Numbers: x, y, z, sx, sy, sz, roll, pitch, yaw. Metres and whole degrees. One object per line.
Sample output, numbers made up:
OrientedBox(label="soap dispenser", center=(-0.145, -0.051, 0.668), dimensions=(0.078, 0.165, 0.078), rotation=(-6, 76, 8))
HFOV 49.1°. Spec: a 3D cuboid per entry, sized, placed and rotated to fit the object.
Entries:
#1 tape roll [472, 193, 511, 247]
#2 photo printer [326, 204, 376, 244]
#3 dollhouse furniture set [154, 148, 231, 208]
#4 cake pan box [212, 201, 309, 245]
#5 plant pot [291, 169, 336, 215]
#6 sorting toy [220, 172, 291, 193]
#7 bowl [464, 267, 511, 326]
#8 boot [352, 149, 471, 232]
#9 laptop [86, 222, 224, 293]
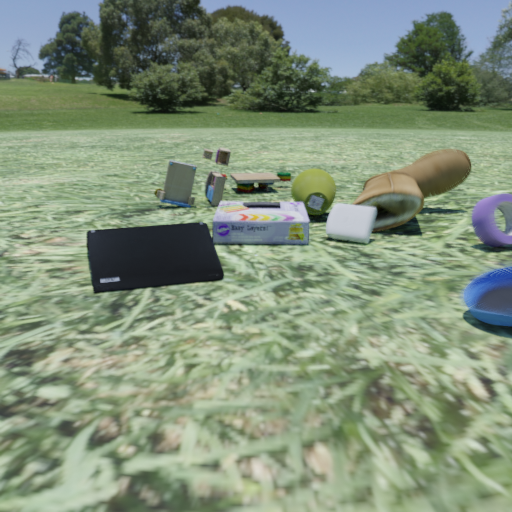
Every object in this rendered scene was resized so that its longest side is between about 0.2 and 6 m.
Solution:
OrientedBox(label="tape roll", center=(4.521, -0.658, 10.392), dimensions=(0.955, 0.955, 0.406), rotation=(-6, -5, -21))
OrientedBox(label="photo printer", center=(1.826, -0.646, 10.937), dimensions=(0.890, 0.741, 0.309), rotation=(11, -18, 27))
OrientedBox(label="dollhouse furniture set", center=(-1.697, -2.127, 14.475), dimensions=(1.693, 1.599, 1.105), rotation=(8, 13, -16))
OrientedBox(label="cake pan box", center=(0.109, -0.710, 11.524), dimensions=(1.883, 0.535, 2.045), rotation=(3, 16, 2))
OrientedBox(label="plant pot", center=(1.353, -1.365, 12.951), dimensions=(1.072, 1.072, 1.146), rotation=(1, 22, 3))
OrientedBox(label="sorting toy", center=(-0.138, -2.168, 16.696), dimensions=(2.635, 0.446, 1.270), rotation=(-3, 16, -11))
OrientedBox(label="bowl", center=(3.187, 0.497, 6.992), dimensions=(1.095, 0.215, 1.095), rotation=(-19, 22, 8))
OrientedBox(label="boot", center=(3.583, -1.467, 12.669), dimensions=(2.805, 1.059, 3.203), rotation=(-20, 9, 19))
OrientedBox(label="laptop", center=(-1.795, 0.090, 9.462), dimensions=(1.996, 1.163, 2.252), rotation=(-5, -9, -18))
